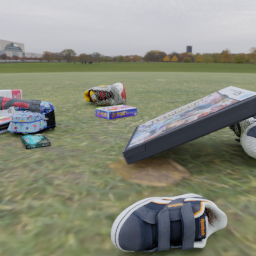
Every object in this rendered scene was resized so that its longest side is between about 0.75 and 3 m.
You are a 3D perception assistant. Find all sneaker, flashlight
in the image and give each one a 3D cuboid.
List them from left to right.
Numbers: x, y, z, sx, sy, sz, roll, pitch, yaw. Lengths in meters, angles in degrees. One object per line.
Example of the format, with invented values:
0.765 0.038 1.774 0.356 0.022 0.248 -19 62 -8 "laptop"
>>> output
-3.095 -0.635 7.916 1.180 0.399 0.401 8 34 -14 "flashlight"
-1.103 -1.495 13.467 1.195 1.133 2.910 -16 11 -36 "sneaker"
0.567 1.162 3.426 1.527 0.599 0.606 -7 10 -32 "sneaker"
3.008 0.111 6.880 2.490 0.994 1.621 -12 16 -38 "sneaker"

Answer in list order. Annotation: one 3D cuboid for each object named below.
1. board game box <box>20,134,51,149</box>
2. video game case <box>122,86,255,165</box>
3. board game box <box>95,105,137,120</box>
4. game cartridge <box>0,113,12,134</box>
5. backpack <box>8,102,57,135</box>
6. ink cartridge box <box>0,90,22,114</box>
-2.537 0.353 7.664 0.643 0.134 0.950 -7 16 -28 "board game box"
1.435 -0.199 6.744 2.965 0.378 2.679 -23 8 12 "video game case"
-0.469 -0.653 11.310 1.408 0.315 0.947 -12 18 -39 "board game box"
-4.310 -0.138 9.176 1.355 0.416 2.036 1 13 21 "game cartridge"
-3.048 -0.289 8.700 1.210 0.891 1.325 5 16 19 "backpack"
-4.822 -0.899 10.681 1.492 1.083 0.622 -5 13 -17 "ink cartridge box"
